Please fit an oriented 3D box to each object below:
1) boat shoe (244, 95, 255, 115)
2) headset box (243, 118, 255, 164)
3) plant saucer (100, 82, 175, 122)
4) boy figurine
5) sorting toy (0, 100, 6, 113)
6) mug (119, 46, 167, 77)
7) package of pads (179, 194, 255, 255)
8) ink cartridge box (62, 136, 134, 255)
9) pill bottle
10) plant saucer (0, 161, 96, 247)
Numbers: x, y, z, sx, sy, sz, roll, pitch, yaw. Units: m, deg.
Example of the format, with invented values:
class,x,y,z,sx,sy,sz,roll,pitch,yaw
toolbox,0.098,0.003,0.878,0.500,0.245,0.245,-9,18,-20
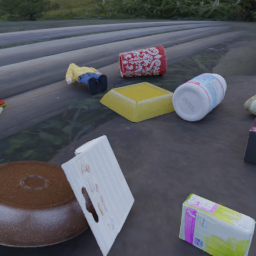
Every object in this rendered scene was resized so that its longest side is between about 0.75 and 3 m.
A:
class,x,y,z,sx,sy,sz,roll,pitch,yaw
boat shoe,5.713,-1.283,11.350,0.943,1.094,2.998,26,43,33
headset box,4.666,0.317,8.089,2.058,1.038,2.769,15,30,28
plant saucer,0.573,-1.259,11.743,2.654,0.643,2.654,-16,31,-31
boy figurine,-2.312,-2.524,13.955,1.832,0.949,2.947,-23,33,-33
sorting toy,-5.578,-0.603,10.675,1.170,0.410,2.427,-3,27,-6
mug,0.760,-3.490,15.766,2.398,2.129,1.600,-9,64,-9
package of pads,1.585,1.842,5.115,1.247,0.963,0.425,18,33,32
ink cartridge box,-0.596,1.171,5.306,0.513,1.661,2.048,-22,5,20
pill bottle,2.922,-1.333,11.005,1.418,1.418,2.608,17,30,31
plant saucer,-1.985,1.328,5.879,2.780,0.509,2.780,12,15,-3
